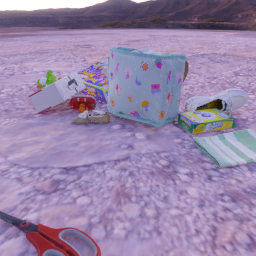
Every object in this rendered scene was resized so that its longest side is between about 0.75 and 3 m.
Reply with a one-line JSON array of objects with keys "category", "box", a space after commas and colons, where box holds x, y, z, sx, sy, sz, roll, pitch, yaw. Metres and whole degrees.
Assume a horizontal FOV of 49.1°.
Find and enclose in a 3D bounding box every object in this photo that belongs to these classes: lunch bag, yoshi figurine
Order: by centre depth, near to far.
[{"category": "lunch bag", "box": [0.392, -1.549, 9.829, 2.837, 2.417, 1.730, 19, 25, 38]}, {"category": "yoshi figurine", "box": [-3.413, -2.110, 12.917, 1.966, 1.105, 1.101, 18, 14, 40]}]

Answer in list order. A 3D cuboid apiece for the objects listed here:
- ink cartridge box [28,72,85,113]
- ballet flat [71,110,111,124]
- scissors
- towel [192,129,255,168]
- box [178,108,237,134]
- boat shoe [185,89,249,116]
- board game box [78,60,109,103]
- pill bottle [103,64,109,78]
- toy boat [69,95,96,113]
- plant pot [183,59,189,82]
[{"category": "ink cartridge box", "box": [-2.720, -1.412, 10.931, 1.362, 0.769, 1.855, -21, 15, 24]}, {"category": "ballet flat", "box": [-1.285, -0.396, 9.666, 1.358, 0.443, 0.479, -3, 24, -5]}, {"category": "scissors", "box": [-1.682, 1.820, 5.104, 2.817, 0.196, 1.030, 20, 33, 39]}, {"category": "towel", "box": [3.088, 0.510, 7.890, 2.081, 0.243, 1.588, -6, 26, -14]}, {"category": "box", "box": [2.685, -0.266, 9.429, 1.738, 0.420, 1.020, -7, 26, -19]}, {"category": "boat shoe", "box": [3.383, -0.831, 10.084, 2.448, 0.904, 1.044, -7, 25, -10]}, {"category": "board game box", "box": [-0.999, -2.165, 12.636, 1.974, 0.657, 2.936, -36, 39, -26]}, {"category": "pill bottle", "box": [-0.500, -2.451, 11.133, 0.966, 0.541, 0.541, -43, 43, -22]}, {"category": "toy boat", "box": [-1.732, -0.838, 10.625, 1.003, 0.654, 0.655, 2, 54, 5]}, {"category": "plant pot", "box": [1.868, -2.611, 12.956, 1.608, 1.608, 1.079, -20, 43, -37]}]
